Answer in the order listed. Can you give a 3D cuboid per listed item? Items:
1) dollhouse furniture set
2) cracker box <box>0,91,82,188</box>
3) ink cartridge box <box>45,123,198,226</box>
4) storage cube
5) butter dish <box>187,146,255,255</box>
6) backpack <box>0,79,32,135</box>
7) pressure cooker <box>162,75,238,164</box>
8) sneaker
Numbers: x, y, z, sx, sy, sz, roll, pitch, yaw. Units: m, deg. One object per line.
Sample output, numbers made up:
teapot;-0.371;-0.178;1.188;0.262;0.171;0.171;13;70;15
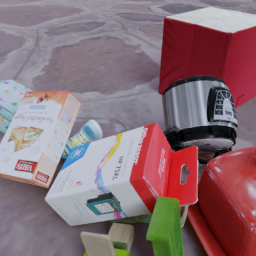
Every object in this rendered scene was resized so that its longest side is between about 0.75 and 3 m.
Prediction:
dollhouse furniture set;0.254;1.282;4.907;1.506;1.153;2.298;0;31;20
cracker box;-1.944;0.164;5.930;1.322;0.569;1.973;3;64;30
ink cartridge box;-0.069;0.807;5.140;2.533;0.852;1.472;-18;30;25
storage cube;2.805;-2.276;9.229;2.936;2.639;2.510;-24;41;-33
butter dish;2.350;1.062;4.747;2.484;1.841;2.491;-10;30;-8
backpack;-2.787;-0.377;7.263;1.824;1.155;1.522;33;34;0
pressure cooker;1.680;-0.078;6.605;1.646;1.672;1.871;-6;70;13
sneaker;-1.172;0.355;6.667;0.902;1.382;0.550;-35;84;-33
